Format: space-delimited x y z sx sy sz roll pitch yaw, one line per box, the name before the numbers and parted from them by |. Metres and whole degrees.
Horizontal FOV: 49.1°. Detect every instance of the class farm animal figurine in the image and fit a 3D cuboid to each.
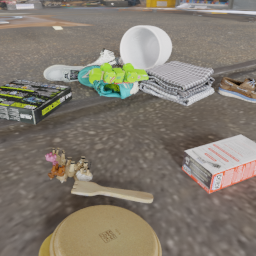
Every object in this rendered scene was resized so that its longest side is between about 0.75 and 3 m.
farm animal figurine | -1.253 0.849 5.820 0.971 0.512 0.982 7 19 -13

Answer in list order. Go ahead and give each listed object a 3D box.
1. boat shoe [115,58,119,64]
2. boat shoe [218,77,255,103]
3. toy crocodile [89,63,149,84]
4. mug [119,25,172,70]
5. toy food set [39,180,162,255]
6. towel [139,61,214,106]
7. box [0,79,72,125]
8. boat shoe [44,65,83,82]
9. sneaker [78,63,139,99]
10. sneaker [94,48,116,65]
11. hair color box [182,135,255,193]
boat shoe | -0.537 -3.336 13.943 0.933 0.336 0.289 -17 8 -36
boat shoe | 4.104 -1.358 9.726 1.868 0.676 0.675 14 31 25
toy crocodile | -0.288 -1.714 9.174 1.999 0.617 0.675 -4 44 -21
mug | 0.729 -3.528 12.877 2.596 1.917 2.276 -20 7 32
toy food set | -0.380 1.778 4.149 1.743 0.507 2.524 9 23 2
towel | 1.758 -1.704 10.081 1.858 0.960 2.245 -25 37 -37
box | -3.338 -0.936 9.109 2.286 0.543 2.207 9 31 16
boat shoe | -2.452 -2.209 11.377 1.837 0.641 0.654 -7 25 -20
sneaker | -0.871 -1.668 10.097 2.558 0.991 1.019 18 41 29
sneaker | -1.174 -2.917 11.726 1.308 0.753 0.494 -22 29 -20
hair color box | 2.104 0.713 5.986 1.648 0.527 0.914 -12 30 -24
